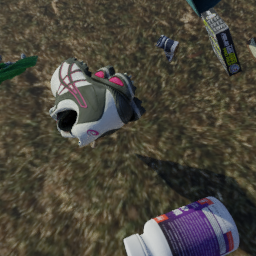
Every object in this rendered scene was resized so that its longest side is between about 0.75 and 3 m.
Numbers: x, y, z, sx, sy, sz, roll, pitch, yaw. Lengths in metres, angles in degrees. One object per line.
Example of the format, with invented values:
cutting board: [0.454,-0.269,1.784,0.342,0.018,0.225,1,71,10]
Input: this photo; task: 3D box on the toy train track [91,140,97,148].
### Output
toy train track: [-0.668,-0.033,5.790,0.144,0.508,0.886,10,82,12]

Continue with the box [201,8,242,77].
box: [2.116,-1.976,6.386,0.306,1.109,1.384,-22,35,16]

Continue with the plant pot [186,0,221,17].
plant pot: [1.708,-4.683,7.439,1.710,1.711,2.421,-39,63,17]

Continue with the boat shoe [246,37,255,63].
boat shoe: [4.060,-1.616,7.564,2.118,0.783,0.782,58,36,-3]

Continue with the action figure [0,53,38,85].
action figure: [-3.279,-1.381,7.019,0.570,1.231,2.084,51,27,-10]

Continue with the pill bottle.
pill bottle: [0.928,2.056,5.108,1.878,1.046,1.046,-18,62,-13]

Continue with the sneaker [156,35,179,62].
sneaker: [0.856,-1.770,6.210,0.461,0.849,0.298,27,86,6]

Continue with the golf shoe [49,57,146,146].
golf shoe: [-1.011,-0.549,5.230,1.282,1.123,2.910,-40,30,-20]
